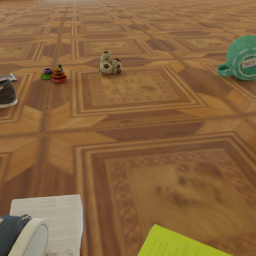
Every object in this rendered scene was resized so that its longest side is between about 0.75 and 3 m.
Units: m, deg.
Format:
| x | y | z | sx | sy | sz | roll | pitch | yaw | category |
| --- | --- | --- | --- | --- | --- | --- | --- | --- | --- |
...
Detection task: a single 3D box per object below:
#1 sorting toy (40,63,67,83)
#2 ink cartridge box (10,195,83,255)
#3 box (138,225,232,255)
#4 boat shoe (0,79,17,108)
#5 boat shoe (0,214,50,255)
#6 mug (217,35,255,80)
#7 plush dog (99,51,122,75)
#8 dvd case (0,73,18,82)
| x | y | z | sx | sy | sz | roll | pitch | yaw | category |
| --- | --- | --- | --- | --- | --- | --- | --- | --- | --- |
| -2.935 | -2.238 | 11.182 | 1.343 | 0.551 | 0.807 | 22 | 37 | 33 | sorting toy |
| -1.362 | 1.861 | 4.610 | 1.218 | 0.376 | 1.501 | -3 | 49 | -6 | ink cartridge box |
| 1.221 | 2.364 | 3.278 | 2.707 | 0.645 | 1.650 | 15 | 34 | 23 | box |
| -5.050 | -1.001 | 8.810 | 2.897 | 0.825 | 0.968 | -11 | 32 | -17 | boat shoe |
| -1.914 | 2.134 | 3.242 | 0.859 | 1.040 | 2.778 | 6 | 37 | 13 | boat shoe |
| 4.630 | -2.547 | 10.980 | 1.556 | 1.893 | 1.171 | 22 | 38 | -6 | mug |
| -0.691 | -2.581 | 11.762 | 0.928 | 0.867 | 1.081 | 6 | 57 | -18 | plush dog |
| -5.057 | -1.919 | 11.099 | 1.147 | 0.092 | 0.853 | -17 | 34 | -26 | dvd case |
